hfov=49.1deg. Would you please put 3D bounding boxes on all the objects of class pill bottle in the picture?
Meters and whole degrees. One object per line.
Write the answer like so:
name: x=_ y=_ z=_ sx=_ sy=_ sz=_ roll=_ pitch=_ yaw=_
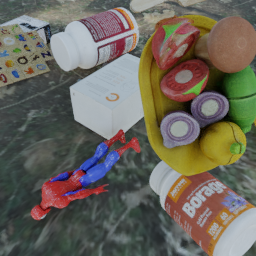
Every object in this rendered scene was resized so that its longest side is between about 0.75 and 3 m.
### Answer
pill bottle: x=-1.193 y=-3.200 z=10.223 sx=2.984 sy=1.685 sz=1.685 roll=-31 pitch=51 yaw=-29
pill bottle: x=1.073 y=1.132 z=4.233 sx=0.907 sy=0.907 sz=1.617 roll=-25 pitch=38 yaw=-24

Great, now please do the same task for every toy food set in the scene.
toy food set: x=0.957 y=-0.578 z=3.406 sx=1.523 sy=2.588 sz=0.845 roll=-15 pitch=12 yaw=-13

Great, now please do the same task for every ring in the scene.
ring: x=2.455 y=-4.685 z=12.904 sx=2.439 sy=0.234 sz=2.439 roll=0 pitch=43 yaw=0

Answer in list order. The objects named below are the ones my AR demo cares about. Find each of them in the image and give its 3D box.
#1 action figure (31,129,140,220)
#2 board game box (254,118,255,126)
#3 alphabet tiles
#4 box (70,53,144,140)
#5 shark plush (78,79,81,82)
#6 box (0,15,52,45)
action figure: x=-0.953 y=1.092 z=6.361 sx=2.778 sy=0.718 sz=0.909 roll=-34 pitch=47 yaw=-25
board game box: x=4.592 y=0.308 z=7.293 sx=1.981 sy=0.522 sz=2.589 roll=2 pitch=43 yaw=2
alphabet tiles: x=-4.204 y=-2.661 z=9.917 sx=2.862 sy=0.091 sz=2.382 roll=-29 pitch=77 yaw=-36
box: x=-0.224 y=-0.982 z=8.186 sx=1.532 sy=1.201 sz=2.463 roll=29 pitch=50 yaw=27
shark plush: x=-1.463 y=-1.139 z=8.939 sx=0.456 sy=0.418 sz=1.003 roll=-6 pitch=43 yaw=-6
box: x=-4.593 y=-3.529 z=11.213 sx=1.607 sy=0.828 sz=2.755 roll=25 pitch=48 yaw=25
